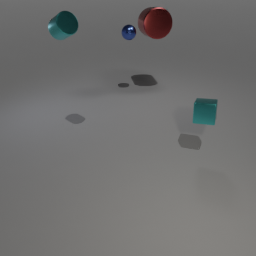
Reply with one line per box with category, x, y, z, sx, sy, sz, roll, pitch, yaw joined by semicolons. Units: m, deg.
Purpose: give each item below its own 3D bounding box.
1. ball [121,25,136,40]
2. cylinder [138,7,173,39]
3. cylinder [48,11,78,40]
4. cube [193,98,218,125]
ball;0.040;-4.480;13.130;0.700;0.700;0.700;0;29;0
cylinder;1.290;-5.116;13.616;1.400;1.400;1.400;-5;24;-9
cylinder;-1.956;-3.076;8.446;0.700;0.700;0.700;-21;14;-33
cube;2.531;-0.548;9.167;0.700;0.700;0.700;6;21;19
